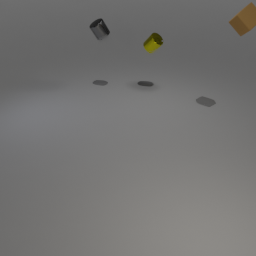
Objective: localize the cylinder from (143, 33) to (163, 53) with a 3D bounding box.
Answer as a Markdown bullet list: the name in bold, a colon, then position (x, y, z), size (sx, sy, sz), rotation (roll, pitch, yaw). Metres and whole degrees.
- **cylinder**: position (1.203, -4.041, 13.334), size (0.700, 0.700, 0.700), rotation (15, 61, -29)

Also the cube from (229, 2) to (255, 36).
- **cube**: position (4.145, -3.802, 9.843), size (0.700, 0.700, 0.700), rotation (-43, 4, -3)

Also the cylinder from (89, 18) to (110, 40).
- **cylinder**: position (-1.292, -4.513, 12.829), size (0.700, 0.700, 0.700), rotation (-20, 42, 19)
